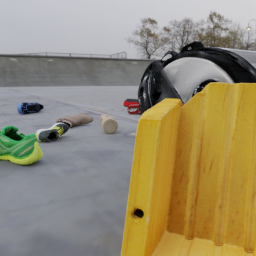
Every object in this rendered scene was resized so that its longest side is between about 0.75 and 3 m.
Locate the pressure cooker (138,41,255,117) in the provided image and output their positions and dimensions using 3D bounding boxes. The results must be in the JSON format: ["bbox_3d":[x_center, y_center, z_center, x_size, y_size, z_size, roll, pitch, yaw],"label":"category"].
[{"bbox_3d":[1.198,-0.058,3.596,2.226,1.988,1.958,-6,15,-34],"label":"pressure cooker"}]

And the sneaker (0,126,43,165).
[{"bbox_3d":[-2.334,0.276,5.399,1.629,0.681,0.603,3,12,21],"label":"sneaker"}]

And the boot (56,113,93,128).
[{"bbox_3d":[-1.748,-0.194,9.030,1.099,0.386,0.803,0,17,8],"label":"boot"}]

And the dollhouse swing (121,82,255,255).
[{"bbox_3d":[0.921,0.510,1.414,2.175,1.976,1.912,5,-6,22],"label":"dollhouse swing"}]

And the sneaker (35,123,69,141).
[{"bbox_3d":[-1.852,0.152,7.167,0.426,0.375,1.006,14,25,33],"label":"sneaker"}]

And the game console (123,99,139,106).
[{"bbox_3d":[0.710,-1.400,15.805,1.812,0.318,2.049,5,11,4],"label":"game console"}]

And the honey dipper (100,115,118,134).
[{"bbox_3d":[-0.702,-0.220,8.938,0.446,0.446,2.350,-2,9,-11],"label":"honey dipper"}]

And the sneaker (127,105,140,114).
[{"bbox_3d":[0.723,-0.877,12.128,1.413,0.554,0.817,4,12,12],"label":"sneaker"}]

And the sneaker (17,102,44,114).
[{"bbox_3d":[-4.265,-0.907,12.316,0.575,0.518,1.476,-6,8,11],"label":"sneaker"}]
